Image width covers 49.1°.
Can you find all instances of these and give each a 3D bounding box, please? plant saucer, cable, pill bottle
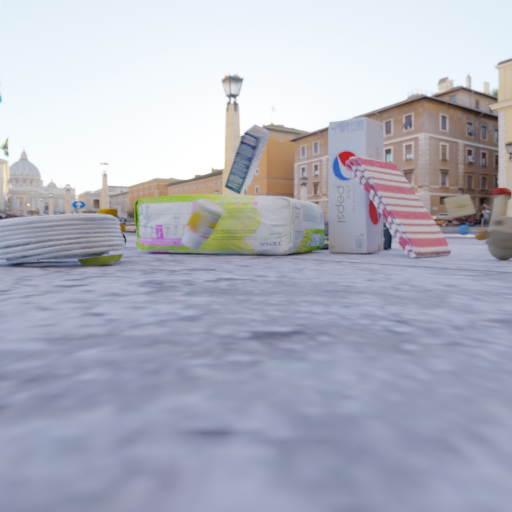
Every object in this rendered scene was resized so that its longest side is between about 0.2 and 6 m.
[{"bbox_3d":[-2.282,0.068,8.262,0.533,0.128,0.534,-6,3,4],"label":"plant saucer"},{"bbox_3d":[-3.013,-0.280,8.582,1.946,0.674,1.946,-5,2,-7],"label":"cable"},{"bbox_3d":[-1.070,-0.595,10.861,0.507,0.914,0.507,28,16,-9],"label":"pill bottle"}]

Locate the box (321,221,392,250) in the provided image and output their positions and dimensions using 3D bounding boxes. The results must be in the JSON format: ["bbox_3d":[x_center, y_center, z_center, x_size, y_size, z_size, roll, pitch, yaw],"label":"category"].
[{"bbox_3d":[2.136,-0.595,15.842,3.120,0.796,2.460,1,2,6],"label":"box"}]

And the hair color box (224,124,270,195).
[{"bbox_3d":[-0.197,-2.070,11.999,0.413,1.366,0.683,27,32,6],"label":"hair color box"}]

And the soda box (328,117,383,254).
[{"bbox_3d":[2.230,-1.509,12.452,0.931,2.925,0.996,2,3,35],"label":"soda box"}]

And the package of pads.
[{"bbox_3d":[-0.567,-0.710,12.901,3.786,1.291,2.925,1,3,20],"label":"package of pads"}]

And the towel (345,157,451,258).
[{"bbox_3d":[2.929,-0.972,11.425,1.804,2.466,0.369,-3,-31,-49],"label":"towel"}]

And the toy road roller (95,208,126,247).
[{"bbox_3d":[-4.646,-0.814,16.451,1.615,1.179,0.993,-2,3,-38],"label":"toy road roller"}]

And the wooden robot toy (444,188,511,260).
[{"bbox_3d":[4.445,-0.402,9.619,2.465,1.086,1.119,13,-28,21],"label":"wooden robot toy"}]
